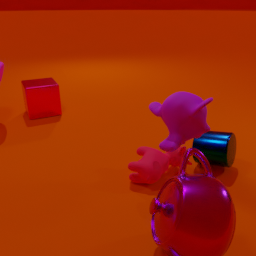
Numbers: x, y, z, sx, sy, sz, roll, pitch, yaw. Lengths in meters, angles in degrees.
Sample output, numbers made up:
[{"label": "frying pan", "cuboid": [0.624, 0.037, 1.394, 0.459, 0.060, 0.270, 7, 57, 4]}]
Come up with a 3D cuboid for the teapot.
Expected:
[{"label": "teapot", "cuboid": [0.715, 1.190, 3.599, 0.943, 1.926, 1.198, 20, -17, -12]}]

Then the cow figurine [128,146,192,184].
[{"label": "cow figurine", "cuboid": [0.651, 0.691, 5.423, 1.079, 0.602, 1.097, 6, 31, 21]}]

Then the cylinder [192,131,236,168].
[{"label": "cylinder", "cuboid": [1.766, 0.412, 5.722, 0.702, 0.702, 0.702, 5, 23, 35]}]

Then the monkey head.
[{"label": "monkey head", "cuboid": [0.830, -0.130, 4.670, 0.978, 0.819, 1.359, -36, 22, -30]}]

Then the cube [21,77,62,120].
[{"label": "cube", "cuboid": [-2.596, -0.910, 8.405, 0.945, 0.945, 0.945, -11, 27, -23]}]

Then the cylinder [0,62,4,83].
[{"label": "cylinder", "cuboid": [-4.040, -1.229, 7.081, 1.365, 1.365, 1.365, 17, 19, -21]}]
